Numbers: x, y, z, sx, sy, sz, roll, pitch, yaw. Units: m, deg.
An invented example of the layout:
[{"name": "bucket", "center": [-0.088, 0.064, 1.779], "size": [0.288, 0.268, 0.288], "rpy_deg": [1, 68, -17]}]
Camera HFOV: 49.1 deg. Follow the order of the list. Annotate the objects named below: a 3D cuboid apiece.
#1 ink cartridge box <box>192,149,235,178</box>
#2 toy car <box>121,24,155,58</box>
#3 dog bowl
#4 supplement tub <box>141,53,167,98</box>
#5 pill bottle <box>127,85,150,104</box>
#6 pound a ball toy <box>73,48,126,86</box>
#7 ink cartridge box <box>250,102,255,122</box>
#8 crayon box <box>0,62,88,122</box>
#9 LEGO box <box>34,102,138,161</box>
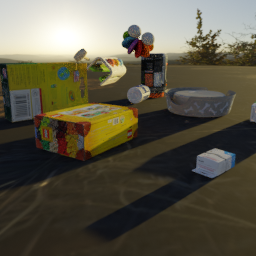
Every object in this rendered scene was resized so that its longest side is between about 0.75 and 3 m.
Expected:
[{"name": "ink cartridge box", "center": [1.674, 0.671, 5.469], "size": [0.826, 0.280, 0.479], "rpy_deg": [-14, 21, -42]}, {"name": "toy car", "center": [0.293, -2.927, 9.893], "size": [1.201, 0.901, 1.051], "rpy_deg": [28, -26, -4]}, {"name": "dog bowl", "center": [2.708, -1.031, 10.726], "size": [2.645, 0.776, 2.645], "rpy_deg": [0, 15, 0]}, {"name": "supplement tub", "center": [1.300, -2.662, 14.050], "size": [1.313, 2.144, 1.313], "rpy_deg": [0, 15, 0]}, {"name": "pill bottle", "center": [0.546, -1.581, 12.797], "size": [0.734, 0.734, 1.324], "rpy_deg": [7, 17, 23]}, {"name": "pound a ball toy", "center": [-0.697, -1.843, 7.937], "size": [0.687, 1.054, 1.617], "rpy_deg": [-40, 0, 20]}, {"name": "ink cartridge box", "center": [4.767, -0.470, 9.067], "size": [1.350, 0.569, 0.986], "rpy_deg": [9, 18, 30]}, {"name": "crayon box", "center": [-2.832, -1.358, 9.901], "size": [2.953, 1.875, 0.750], "rpy_deg": [-11, 19, -39]}, {"name": "LEGO box", "center": [-0.963, -0.026, 6.977], "size": [1.569, 0.813, 2.106], "rpy_deg": [10, 19, 33]}]
